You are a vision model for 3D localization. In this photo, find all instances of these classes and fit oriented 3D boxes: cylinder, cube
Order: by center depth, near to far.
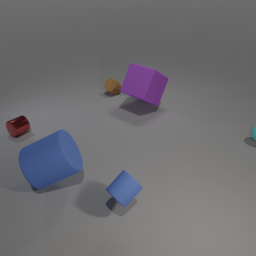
[{"bbox_3d":[-0.096,1.591,7.372,0.700,0.700,0.700,-47,46,-9],"label":"cylinder"},{"bbox_3d":[-2.322,0.953,8.562,1.400,1.400,1.400,-25,31,6],"label":"cylinder"},{"bbox_3d":[-4.535,-0.082,11.558,0.700,0.700,0.700,22,37,32],"label":"cylinder"},{"bbox_3d":[0.761,-1.987,12.862,1.400,1.400,1.400,24,6,35],"label":"cube"},{"bbox_3d":[-0.787,-2.202,14.863,0.700,0.700,0.700,17,-1,26],"label":"cylinder"}]

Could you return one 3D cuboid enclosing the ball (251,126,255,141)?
[{"bbox_3d":[5.047,0.204,10.585,0.700,0.700,0.700,0,31,0],"label":"ball"}]
